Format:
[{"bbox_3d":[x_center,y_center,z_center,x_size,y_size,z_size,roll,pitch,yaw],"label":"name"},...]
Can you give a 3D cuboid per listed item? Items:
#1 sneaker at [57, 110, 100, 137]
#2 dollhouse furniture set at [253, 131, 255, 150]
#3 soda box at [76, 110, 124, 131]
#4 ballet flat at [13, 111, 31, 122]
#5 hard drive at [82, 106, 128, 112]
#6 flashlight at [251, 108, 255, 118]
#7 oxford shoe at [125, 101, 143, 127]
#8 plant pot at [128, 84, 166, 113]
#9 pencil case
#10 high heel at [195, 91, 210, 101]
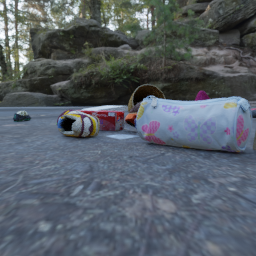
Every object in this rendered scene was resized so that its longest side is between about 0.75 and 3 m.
[{"bbox_3d":[-1.889,-0.190,8.920,1.014,0.843,2.251,3,1,-41],"label":"sneaker"},{"bbox_3d":[4.168,-0.418,5.310,2.349,2.234,1.914,6,5,-14],"label":"dollhouse furniture set"},{"bbox_3d":[-1.313,-0.314,10.782,2.292,0.727,0.802,3,7,24],"label":"soda box"},{"bbox_3d":[-5.717,-0.655,15.208,0.577,0.577,1.579,1,5,7],"label":"ballet flat"},{"bbox_3d":[-1.246,-0.889,14.183,1.600,0.324,2.425,-10,9,-24],"label":"hard drive"},{"bbox_3d":[7.130,-0.976,16.176,2.943,1.000,0.996,3,-2,24],"label":"flashlight"},{"bbox_3d":[0.841,-0.603,9.086,0.959,0.978,2.696,34,-18,-28],"label":"oxford shoe"},{"bbox_3d":[0.799,-1.187,15.502,1.923,1.923,2.064,-2,-9,-19],"label":"plant pot"},{"bbox_3d":[1.476,-0.153,6.620,2.682,1.216,1.115,6,12,40],"label":"pencil case"},{"bbox_3d":[2.852,-0.640,10.503,1.000,1.424,2.968,2,6,23],"label":"high heel"}]
